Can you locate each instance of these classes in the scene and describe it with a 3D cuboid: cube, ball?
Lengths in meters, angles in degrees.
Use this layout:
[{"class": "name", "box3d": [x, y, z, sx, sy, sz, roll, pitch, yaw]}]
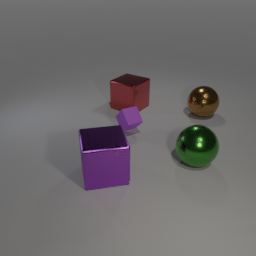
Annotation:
[{"class": "cube", "box3d": [-0.751, 0.884, 8.744, 1.400, 1.400, 1.400, -6, 29, -11]}, {"class": "ball", "box3d": [3.367, -1.182, 12.548, 1.400, 1.400, 1.400, 0, 29, 0]}, {"class": "cube", "box3d": [0.043, -0.357, 11.100, 0.700, 0.700, 0.700, -14, 75, -30]}, {"class": "ball", "box3d": [2.287, 0.590, 9.283, 1.400, 1.400, 1.400, 0, 29, 0]}, {"class": "cube", "box3d": [0.102, -1.663, 13.420, 1.400, 1.400, 1.400, 18, 34, 30]}]
